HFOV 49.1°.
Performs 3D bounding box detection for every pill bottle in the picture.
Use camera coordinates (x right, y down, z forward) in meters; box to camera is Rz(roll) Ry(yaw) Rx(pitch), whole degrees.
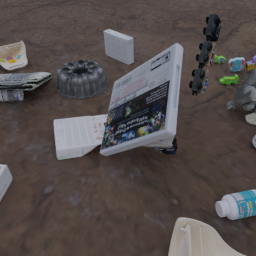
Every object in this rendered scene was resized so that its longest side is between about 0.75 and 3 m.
[{"bbox_3d":[-4.269,-1.200,10.045,0.897,0.510,0.510,-4,40,-5],"label":"pill bottle"},{"bbox_3d":[2.564,1.779,6.444,1.021,0.565,0.565,-9,41,-9],"label":"pill bottle"}]

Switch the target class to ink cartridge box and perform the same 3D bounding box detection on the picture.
[{"bbox_3d":[-3.733,1.357,6.947,1.321,0.551,0.960,4,40,5],"label":"ink cartridge box"},{"bbox_3d":[-1.299,0.213,8.475,1.778,0.445,1.431,-6,40,-14],"label":"ink cartridge box"}]

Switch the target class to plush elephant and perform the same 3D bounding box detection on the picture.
[{"bbox_3d":[4.209,-0.859,9.151,1.277,1.649,1.358,26,56,-3],"label":"plush elephant"}]

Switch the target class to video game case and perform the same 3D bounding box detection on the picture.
[{"bbox_3d":[0.292,-0.624,7.228,0.307,2.627,2.389,26,61,-31],"label":"video game case"}]

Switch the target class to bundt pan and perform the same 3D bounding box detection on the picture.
[{"bbox_3d":[-1.806,-1.998,10.802,2.070,0.777,2.070,1,39,0],"label":"bundt pan"}]

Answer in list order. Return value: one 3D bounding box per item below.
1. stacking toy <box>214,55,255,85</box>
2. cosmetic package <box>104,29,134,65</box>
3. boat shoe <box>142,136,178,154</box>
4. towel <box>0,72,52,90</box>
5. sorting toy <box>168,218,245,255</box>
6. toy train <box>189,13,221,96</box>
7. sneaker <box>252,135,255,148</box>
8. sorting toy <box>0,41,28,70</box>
[{"bbox_3d":[4.927,-2.693,11.451,2.684,0.631,2.023,-8,39,9],"label":"stacking toy"},{"bbox_3d":[-0.411,-3.602,12.420,1.520,1.146,0.393,32,49,32],"label":"cosmetic package"},{"bbox_3d":[0.828,0.492,7.930,1.203,0.558,0.449,5,51,30],"label":"boat shoe"},{"bbox_3d":[-4.154,-1.786,10.312,2.212,0.397,2.297,0,20,0],"label":"towel"},{"bbox_3d":[1.704,2.931,4.752,1.987,1.179,2.207,10,40,1],"label":"sorting toy"},{"bbox_3d":[2.592,-2.383,9.310,0.479,2.808,0.643,12,-5,42],"label":"toy train"},{"bbox_3d":[4.867,0.212,7.655,2.513,1.433,0.911,10,42,14],"label":"sneaker"},{"bbox_3d":[-5.008,-2.966,12.044,1.508,0.806,1.357,-23,53,-27],"label":"sorting toy"}]
